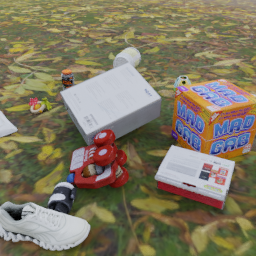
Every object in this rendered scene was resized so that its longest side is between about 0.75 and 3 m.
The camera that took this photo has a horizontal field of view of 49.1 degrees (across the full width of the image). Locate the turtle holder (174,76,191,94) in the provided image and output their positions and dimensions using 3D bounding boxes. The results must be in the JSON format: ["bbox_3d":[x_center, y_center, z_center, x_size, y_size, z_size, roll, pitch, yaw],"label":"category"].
[{"bbox_3d":[2.490,-1.931,12.910,0.817,0.763,1.075,16,36,23],"label":"turtle holder"}]

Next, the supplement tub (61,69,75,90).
[{"bbox_3d":[-2.841,-2.255,13.261,0.572,0.933,0.572,-1,32,0],"label":"supplement tub"}]

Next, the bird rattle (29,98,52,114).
[{"bbox_3d":[-3.747,-0.937,11.642,0.988,0.557,0.806,5,49,13],"label":"bird rattle"}]

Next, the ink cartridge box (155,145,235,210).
[{"bbox_3d":[1.791,1.409,7.655,1.839,0.771,1.614,15,35,22],"label":"ink cartridge box"}]

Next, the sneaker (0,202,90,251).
[{"bbox_3d":[-1.951,2.178,6.390,2.161,0.876,0.812,4,31,4],"label":"sneaker"}]

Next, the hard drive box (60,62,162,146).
[{"bbox_3d":[-0.586,-0.825,9.799,2.798,1.074,2.181,-27,58,-15],"label":"hard drive box"}]

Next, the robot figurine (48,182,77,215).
[{"bbox_3d":[-1.680,1.842,7.168,0.718,0.596,0.955,5,33,0],"label":"robot figurine"}]

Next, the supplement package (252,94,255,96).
[{"bbox_3d":[4.919,-0.902,11.419,1.056,0.632,0.640,-28,42,-36],"label":"supplement package"}]

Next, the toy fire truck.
[{"bbox_3d":[-0.954,1.052,8.163,1.655,1.105,1.970,-22,31,10],"label":"toy fire truck"}]

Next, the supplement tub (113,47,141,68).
[{"bbox_3d":[-0.053,-3.642,15.241,1.139,1.139,1.571,12,34,18],"label":"supplement tub"}]

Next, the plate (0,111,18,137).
[{"bbox_3d":[-5.474,-0.072,10.405,2.042,0.331,2.047,-24,40,-33],"label":"plate"}]

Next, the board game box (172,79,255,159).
[{"bbox_3d":[2.798,-0.263,9.201,1.927,1.926,1.926,-12,34,-18],"label":"board game box"}]
